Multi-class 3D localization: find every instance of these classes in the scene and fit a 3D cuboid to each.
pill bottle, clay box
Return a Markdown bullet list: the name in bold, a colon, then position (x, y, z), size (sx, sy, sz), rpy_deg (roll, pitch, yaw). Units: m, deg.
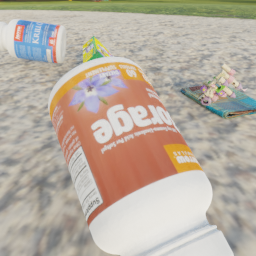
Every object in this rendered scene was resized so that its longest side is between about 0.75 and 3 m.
- **pill bottle**: position (0.072, 0.536, 3.595), size (1.539, 1.539, 2.743), rpy_deg (-14, 60, -24)
- **pill bottle**: position (-3.802, -3.385, 10.859), size (2.604, 1.462, 1.462), rpy_deg (5, 28, -6)
- **clay box**: position (-0.786, -2.205, 9.517), size (0.645, 1.557, 2.710), rpy_deg (-40, 28, 13)

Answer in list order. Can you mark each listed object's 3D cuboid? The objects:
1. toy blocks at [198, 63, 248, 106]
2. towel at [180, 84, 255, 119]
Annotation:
- **toy blocks**: position (2.607, -1.032, 7.732), size (0.870, 0.965, 1.033), rpy_deg (38, 42, -11)
- **towel**: position (2.846, -0.906, 8.460), size (1.644, 0.243, 2.241), rpy_deg (-10, 30, -20)
